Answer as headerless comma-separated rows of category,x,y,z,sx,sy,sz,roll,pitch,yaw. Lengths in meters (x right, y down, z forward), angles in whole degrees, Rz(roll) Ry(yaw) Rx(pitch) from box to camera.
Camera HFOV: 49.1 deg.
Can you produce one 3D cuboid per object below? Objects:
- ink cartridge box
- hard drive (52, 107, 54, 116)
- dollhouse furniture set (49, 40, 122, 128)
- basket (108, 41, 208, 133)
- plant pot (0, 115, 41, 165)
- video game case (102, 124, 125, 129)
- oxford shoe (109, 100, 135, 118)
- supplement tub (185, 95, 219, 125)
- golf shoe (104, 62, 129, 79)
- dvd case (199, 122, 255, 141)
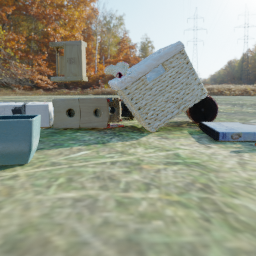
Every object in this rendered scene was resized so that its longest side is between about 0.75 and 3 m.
ink cartridge box,-3.481,-0.448,9.309,1.852,0.780,1.339,-2,8,-11
hard drive,-3.755,-0.796,13.381,2.464,0.329,1.625,2,8,17
dollhouse furniture set,-1.251,-1.342,8.980,1.768,2.523,1.778,0,7,11
basket,0.842,-1.278,8.740,2.226,1.807,2.246,-34,15,-2
plant pot,-1.914,0.201,4.760,0.772,0.786,0.770,-1,9,-9
video game case,-0.606,-0.063,9.092,0.817,0.071,0.584,-6,7,-36
oxford shoe,-0.092,-0.769,11.995,0.976,0.840,2.311,7,9,-33
supplement tub,2.568,-0.713,10.097,1.043,1.043,1.951,1,8,6
golf shoe,-0.336,-1.490,7.448,0.320,0.389,0.851,11,-12,-43
dvd case,3.581,0.067,7.572,2.936,0.258,2.095,0,8,3
